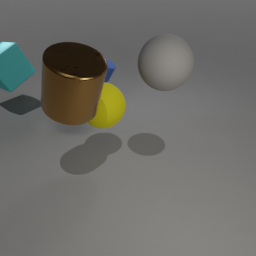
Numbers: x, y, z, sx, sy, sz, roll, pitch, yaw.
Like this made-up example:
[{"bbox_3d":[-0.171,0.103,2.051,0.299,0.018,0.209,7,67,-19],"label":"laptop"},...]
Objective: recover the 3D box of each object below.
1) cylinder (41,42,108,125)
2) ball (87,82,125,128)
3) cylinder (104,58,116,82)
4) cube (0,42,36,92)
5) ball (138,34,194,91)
[{"bbox_3d":[-1.282,-1.025,6.510,1.400,1.400,1.400,10,45,-10],"label":"cylinder"},{"bbox_3d":[-0.777,-0.686,8.550,1.400,1.400,1.400,0,29,0],"label":"ball"},{"bbox_3d":[-0.949,-2.310,11.206,0.700,0.700,0.700,23,34,-17],"label":"cylinder"},{"bbox_3d":[-4.967,-2.514,11.450,1.400,1.400,1.400,19,59,44],"label":"cube"},{"bbox_3d":[0.940,-1.635,7.052,1.400,1.400,1.400,0,29,0],"label":"ball"}]
